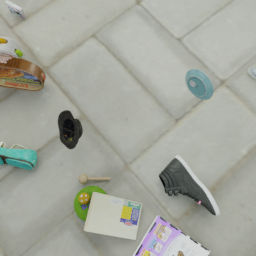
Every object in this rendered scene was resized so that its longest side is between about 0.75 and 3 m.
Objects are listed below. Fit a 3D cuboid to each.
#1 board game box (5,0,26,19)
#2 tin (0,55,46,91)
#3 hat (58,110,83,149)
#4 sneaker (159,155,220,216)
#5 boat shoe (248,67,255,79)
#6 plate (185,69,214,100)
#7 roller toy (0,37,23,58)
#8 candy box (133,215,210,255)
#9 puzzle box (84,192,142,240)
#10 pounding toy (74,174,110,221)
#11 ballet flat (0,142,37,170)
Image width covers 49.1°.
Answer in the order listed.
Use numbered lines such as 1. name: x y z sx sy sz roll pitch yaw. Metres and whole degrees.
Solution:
1. board game box: -4.588 -4.849 11.447 0.796 0.502 0.138 31 76 9
2. tin: -4.332 -1.980 10.041 2.753 1.541 0.576 9 65 2
3. hat: -1.760 0.032 9.026 0.507 1.257 1.257 -11 68 -43
4. sneaker: 1.905 2.111 9.178 1.137 0.811 2.293 -35 71 -8
5. boat shoe: 5.241 -2.025 10.587 1.321 0.471 0.461 25 74 8
6. plate: 1.965 -1.194 7.889 0.127 0.996 0.996 -38 76 -22
7. roller toy: -4.594 -2.964 10.610 1.043 0.951 0.729 16 69 -39
8. candy box: 1.294 3.906 8.646 1.863 0.667 1.563 33 76 10
9. puzzle box: -0.421 2.779 8.800 1.762 0.224 1.173 21 71 -25
10. pounding toy: -1.200 2.273 9.130 1.182 0.711 1.531 5 73 1
11. ballet flat: -4.163 0.892 9.647 2.207 0.743 0.777 9 49 3
